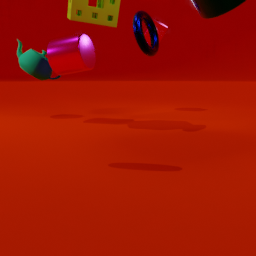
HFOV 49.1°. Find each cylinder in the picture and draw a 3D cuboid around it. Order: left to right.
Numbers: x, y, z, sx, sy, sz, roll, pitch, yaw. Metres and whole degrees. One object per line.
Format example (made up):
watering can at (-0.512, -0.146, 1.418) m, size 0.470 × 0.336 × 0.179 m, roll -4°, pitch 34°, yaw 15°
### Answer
cylinder at (-1.773, -2.320, 8.874) m, size 1.132 × 1.132 × 1.132 m, roll -6°, pitch 8°, yaw 20°
cylinder at (1.634, -2.948, 5.175) m, size 1.274 × 1.274 × 1.274 m, roll -32°, pitch 29°, yaw 20°

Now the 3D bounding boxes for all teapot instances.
teapot at (-3.241, -2.354, 9.947) m, size 1.954 × 0.957 × 1.215 m, roll 34°, pitch 7°, yaw -9°

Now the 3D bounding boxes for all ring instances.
ring at (0.502, -2.542, 7.561) m, size 0.246 × 1.232 × 1.232 m, roll -10°, pitch 4°, yaw 31°

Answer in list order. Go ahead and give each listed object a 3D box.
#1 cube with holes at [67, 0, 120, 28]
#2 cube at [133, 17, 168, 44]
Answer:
cube with holes at (-0.987, -3.677, 7.974) m, size 1.280 × 1.280 × 1.280 m, roll 3°, pitch 23°, yaw -17°
cube at (0.941, -4.183, 11.938) m, size 0.912 × 0.912 × 0.912 m, roll 9°, pitch 31°, yaw -39°
